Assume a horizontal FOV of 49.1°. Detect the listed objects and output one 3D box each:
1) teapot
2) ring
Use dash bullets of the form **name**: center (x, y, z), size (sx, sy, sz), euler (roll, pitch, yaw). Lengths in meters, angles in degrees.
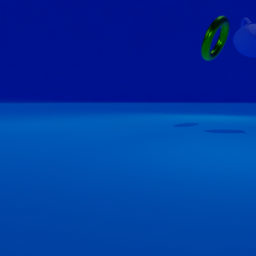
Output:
- **teapot**: center (3.620, -2.534, 7.997), size (1.037, 1.668, 0.817), euler (-5, -32, -14)
- **ring**: center (3.187, -3.240, 10.198), size (0.326, 1.631, 1.631), euler (32, 22, 29)
